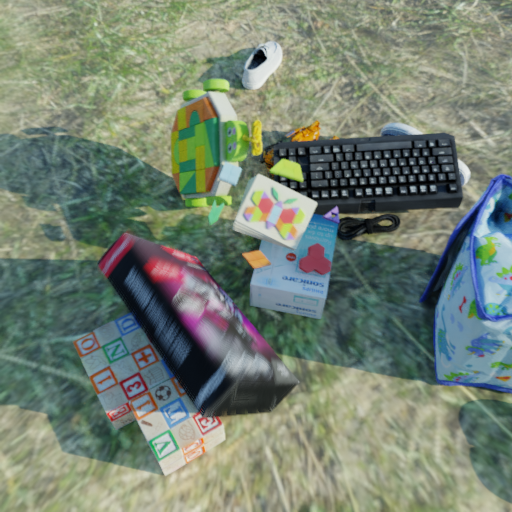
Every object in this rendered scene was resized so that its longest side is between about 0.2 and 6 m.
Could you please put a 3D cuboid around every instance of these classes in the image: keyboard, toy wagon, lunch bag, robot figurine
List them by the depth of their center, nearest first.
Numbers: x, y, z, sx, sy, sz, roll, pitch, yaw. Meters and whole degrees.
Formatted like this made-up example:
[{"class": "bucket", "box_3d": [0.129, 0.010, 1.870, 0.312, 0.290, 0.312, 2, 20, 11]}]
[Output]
[{"class": "lunch bag", "box_3d": [3.885, 0.459, 9.374, 1.830, 2.441, 2.871, 8, 55, 5]}, {"class": "toy wagon", "box_3d": [-0.875, -2.155, 10.868, 0.606, 3.062, 2.376, -4, 95, -29]}, {"class": "keyboard", "box_3d": [2.265, -1.446, 11.547, 3.775, 0.484, 2.267, -3, 77, 6]}, {"class": "robot figurine", "box_3d": [0.943, -2.307, 12.568, 1.773, 0.516, 1.286, -35, 66, -22]}]

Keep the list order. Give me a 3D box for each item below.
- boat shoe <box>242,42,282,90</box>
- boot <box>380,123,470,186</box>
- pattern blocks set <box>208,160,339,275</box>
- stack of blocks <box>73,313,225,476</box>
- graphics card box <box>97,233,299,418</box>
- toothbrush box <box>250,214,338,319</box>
[{"class": "boat shoe", "box_3d": [0.141, -5.118, 14.558, 0.682, 0.649, 1.896, 24, 57, 17]}, {"class": "boot", "box_3d": [3.452, -2.017, 12.192, 2.217, 0.806, 1.001, 37, 67, 22]}, {"class": "pattern blocks set", "box_3d": [0.335, -0.736, 9.961, 2.317, 0.188, 2.036, 11, 82, -3]}, {"class": "stack of blocks", "box_3d": [-1.767, 2.190, 9.144, 1.466, 0.746, 2.547, -27, 59, -18]}, {"class": "graphics card box", "box_3d": [-0.945, 1.101, 9.107, 0.831, 2.051, 3.269, -48, 59, 12]}, {"class": "toothbrush box", "box_3d": [0.733, 0.108, 10.637, 1.387, 0.808, 1.894, 11, 56, 7]}]
